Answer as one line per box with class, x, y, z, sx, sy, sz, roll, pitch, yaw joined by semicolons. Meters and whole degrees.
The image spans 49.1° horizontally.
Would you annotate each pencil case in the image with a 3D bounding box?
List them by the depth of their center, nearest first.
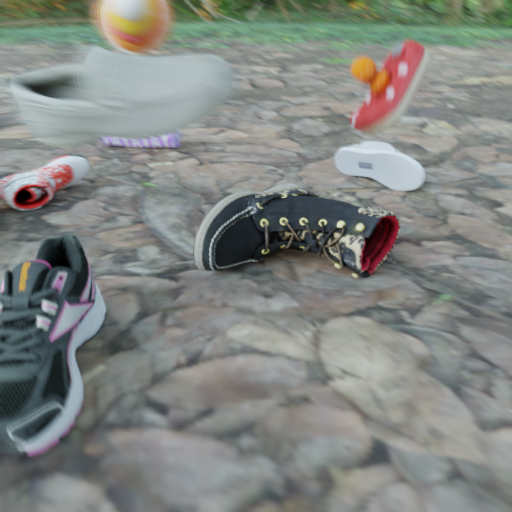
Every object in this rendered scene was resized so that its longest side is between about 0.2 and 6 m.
pencil case;-2.925;-3.194;14.174;2.045;0.874;0.858;3;36;3

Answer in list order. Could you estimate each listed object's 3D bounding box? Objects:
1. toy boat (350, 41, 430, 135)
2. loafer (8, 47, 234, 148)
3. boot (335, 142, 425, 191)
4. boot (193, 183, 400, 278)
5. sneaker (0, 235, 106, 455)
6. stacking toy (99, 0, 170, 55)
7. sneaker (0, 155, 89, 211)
toy boat;1.420;-2.014;6.507;0.752;1.150;0.751;26;1;-16
loafer;-1.170;-1.371;4.653;2.003;0.699;0.701;-6;52;20
boot;2.844;-2.057;12.039;1.065;0.820;2.229;-29;38;-33
boot;0.679;-0.296;8.510;2.177;1.058;2.891;19;27;33
sneaker;-2.501;0.761;6.138;1.218;1.309;3.032;-4;28;-5
stacking toy;-2.413;-4.746;10.808;1.448;1.448;1.982;-3;12;-6
sneaker;-4.051;-1.422;11.060;1.932;0.645;1.035;-23;36;-31
